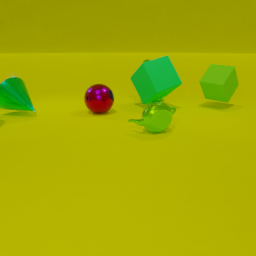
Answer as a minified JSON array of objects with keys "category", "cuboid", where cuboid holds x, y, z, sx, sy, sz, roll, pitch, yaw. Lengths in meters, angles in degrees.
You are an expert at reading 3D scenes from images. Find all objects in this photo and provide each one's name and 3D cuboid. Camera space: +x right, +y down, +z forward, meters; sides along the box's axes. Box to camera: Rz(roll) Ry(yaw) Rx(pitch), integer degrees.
[{"category":"ball","cuboid":[-1.080,-1.094,10.532,1.136,1.136,1.136,0,17,0]},{"category":"knot shape","cuboid":[1.124,-2.253,12.824,0.913,1.849,1.976,-4,31,29]},{"category":"cube","cuboid":[3.687,-1.811,11.313,1.048,1.048,1.048,19,65,41]},{"category":"cube","cuboid":[1.092,-1.889,11.125,1.282,1.282,1.282,-23,-6,-26]},{"category":"teapot","cuboid":[0.760,-0.341,8.254,1.524,0.948,0.746,-18,30,-16]},{"category":"cone","cuboid":[-3.842,-0.946,10.182,1.359,1.354,1.354,33,29,20]}]
